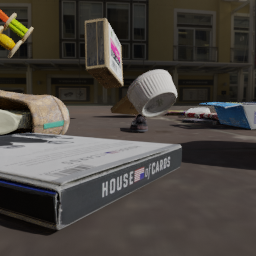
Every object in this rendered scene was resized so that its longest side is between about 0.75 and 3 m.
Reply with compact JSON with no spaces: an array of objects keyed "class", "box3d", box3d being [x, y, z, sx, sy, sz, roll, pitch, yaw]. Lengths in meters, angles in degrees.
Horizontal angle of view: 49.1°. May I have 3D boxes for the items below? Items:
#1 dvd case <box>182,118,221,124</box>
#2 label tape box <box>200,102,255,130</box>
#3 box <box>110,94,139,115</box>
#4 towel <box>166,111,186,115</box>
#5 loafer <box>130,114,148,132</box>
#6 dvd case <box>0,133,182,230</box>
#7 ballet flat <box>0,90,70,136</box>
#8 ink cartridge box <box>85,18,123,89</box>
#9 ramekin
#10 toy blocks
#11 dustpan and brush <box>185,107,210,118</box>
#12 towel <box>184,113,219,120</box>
[{"class":"dvd case","box3d":[2.647,-0.246,8.986,1.159,0.125,1.559,5,7,43]},{"class":"label tape box","box3d":[3.035,-0.334,7.151,1.996,0.660,1.430,-3,7,-10]},{"class":"box","box3d":[0.617,-1.372,12.825,2.398,0.255,1.960,-39,-25,33]},{"class":"towel","box3d":[2.808,-0.726,13.769,1.853,0.211,1.330,2,5,13]},{"class":"loafer","box3d":[0.242,-0.123,6.382,0.407,0.357,1.133,0,5,1]},{"class":"dvd case","box3d":[-0.821,0.278,2.549,2.172,0.269,1.632,4,6,31]},{"class":"ballet flat","box3d":[-2.401,-0.223,4.531,2.920,0.994,0.982,0,14,18]},{"class":"ink cartridge box","box3d":[-0.781,-2.466,9.635,0.772,1.693,2.055,-4,-9,13]},{"class":"ramekin","box3d":[1.081,-1.348,11.674,2.014,1.057,2.014,-20,-27,-11]},{"class":"toy blocks","box3d":[-4.040,-3.217,8.526,1.873,1.561,0.680,37,-48,-24]},{"class":"dustpan and brush","box3d":[3.281,-0.599,11.794,1.523,0.436,1.063,-4,14,28]},{"class":"towel","box3d":[3.062,-0.361,9.203,1.622,0.256,2.251,1,4,-16]}]
